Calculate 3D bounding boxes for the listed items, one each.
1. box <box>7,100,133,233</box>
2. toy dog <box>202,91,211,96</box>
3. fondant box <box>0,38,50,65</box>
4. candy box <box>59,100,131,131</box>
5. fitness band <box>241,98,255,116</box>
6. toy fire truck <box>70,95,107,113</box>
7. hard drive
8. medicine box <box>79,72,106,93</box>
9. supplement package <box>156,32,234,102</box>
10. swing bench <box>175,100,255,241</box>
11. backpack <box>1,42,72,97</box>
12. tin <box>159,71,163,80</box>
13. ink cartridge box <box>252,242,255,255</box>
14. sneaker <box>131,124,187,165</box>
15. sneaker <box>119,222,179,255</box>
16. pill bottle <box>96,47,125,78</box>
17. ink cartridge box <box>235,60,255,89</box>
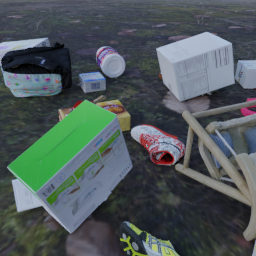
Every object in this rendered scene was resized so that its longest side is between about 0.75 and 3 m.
[{"bbox_3d":[-0.933,0.760,5.423,0.926,1.689,1.914,28,62,32],"label":"box"},{"bbox_3d":[3.121,-1.490,11.148,0.830,0.400,0.547,-28,33,-17],"label":"toy dog"},{"bbox_3d":[-5.670,-3.965,14.549,2.721,0.793,1.963,-3,30,10],"label":"fondant box"},{"bbox_3d":[-1.062,-0.266,8.800,2.019,0.570,1.178,-10,34,-18],"label":"candy box"},{"bbox_3d":[4.827,-0.635,9.722,1.749,0.327,1.256,-4,34,-5],"label":"fitness band"},{"bbox_3d":[-1.080,-0.591,7.808,0.574,0.892,0.785,28,10,25],"label":"toy fire truck"},{"bbox_3d":[-1.902,1.338,6.041,1.015,0.669,0.133,-11,-1,-22],"label":"hard drive"},{"bbox_3d":[-1.493,-1.913,11.650,0.896,0.506,0.984,-12,33,-20],"label":"medicine box"},{"bbox_3d":[2.572,-2.441,10.932,2.216,1.630,2.119,-18,31,-1],"label":"supplement package"},{"bbox_3d":[2.881,0.642,6.209,2.570,1.676,2.584,-13,32,-24],"label":"swing bench"},{"bbox_3d":[-3.517,-2.184,10.891,2.587,1.638,2.159,-6,42,-9],"label":"backpack"},{"bbox_3d":[2.159,-2.408,12.712,1.505,0.315,0.843,-2,27,-4],"label":"tin"},{"bbox_3d":[3.194,1.515,4.384,1.993,2.016,0.474,7,20,13],"label":"ink cartridge box"},{"bbox_3d":[0.669,0.442,7.601,1.734,0.579,0.929,19,33,24],"label":"sneaker"},{"bbox_3d":[0.435,2.147,4.877,1.439,0.543,0.550,35,37,29],"label":"sneaker"},{"bbox_3d":[-0.895,-3.202,13.245,1.095,1.095,1.965,-9,32,-15],"label":"pill bottle"},{"bbox_3d":[5.235,-2.297,11.927,0.879,0.875,1.210,0,31,0],"label":"ink cartridge box"}]
